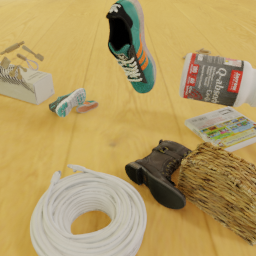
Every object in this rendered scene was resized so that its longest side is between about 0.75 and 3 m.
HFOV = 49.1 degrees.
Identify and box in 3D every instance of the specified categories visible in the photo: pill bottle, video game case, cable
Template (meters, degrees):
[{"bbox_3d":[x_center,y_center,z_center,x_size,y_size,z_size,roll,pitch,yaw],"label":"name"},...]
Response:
[{"bbox_3d":[2.753,-1.350,8.141,2.336,1.353,1.353,12,37,12],"label":"pill bottle"},{"bbox_3d":[3.279,0.013,9.364,2.066,0.236,1.880,-16,38,-23],"label":"video game case"},{"bbox_3d":[-0.837,1.994,6.047,2.446,0.847,2.447,11,37,13],"label":"cable"}]

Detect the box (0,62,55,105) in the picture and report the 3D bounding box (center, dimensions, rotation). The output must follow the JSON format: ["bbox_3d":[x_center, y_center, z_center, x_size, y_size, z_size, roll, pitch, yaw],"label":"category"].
[{"bbox_3d":[-4.462,-1.862,11.373,2.782,0.951,1.143,15,38,20],"label":"box"}]

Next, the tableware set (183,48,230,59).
[{"bbox_3d":[4.056,-3.643,14.492,1.808,0.251,2.164,-27,44,-32],"label":"tableware set"}]

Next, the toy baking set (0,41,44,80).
[{"bbox_3d":[-3.404,-2.192,8.951,1.411,1.083,0.164,-27,6,10],"label":"toy baking set"}]

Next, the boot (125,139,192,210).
[{"bbox_3d":[1.152,1.037,7.481,1.848,0.735,2.123,-27,41,-32],"label":"boot"}]

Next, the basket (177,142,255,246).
[{"bbox_3d":[2.511,1.180,6.541,1.650,1.581,2.215,-29,45,-33],"label":"basket"}]

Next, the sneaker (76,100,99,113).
[{"bbox_3d":[-1.571,-0.813,10.477,0.920,0.328,0.368,-20,34,-33],"label":"sneaker"}]

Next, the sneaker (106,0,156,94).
[{"bbox_3d":[0.007,-1.803,6.859,0.883,2.474,0.989,9,42,34],"label":"sneaker"}]

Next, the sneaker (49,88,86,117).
[{"bbox_3d":[-2.282,-1.066,10.552,0.795,0.676,1.742,15,37,27],"label":"sneaker"}]
